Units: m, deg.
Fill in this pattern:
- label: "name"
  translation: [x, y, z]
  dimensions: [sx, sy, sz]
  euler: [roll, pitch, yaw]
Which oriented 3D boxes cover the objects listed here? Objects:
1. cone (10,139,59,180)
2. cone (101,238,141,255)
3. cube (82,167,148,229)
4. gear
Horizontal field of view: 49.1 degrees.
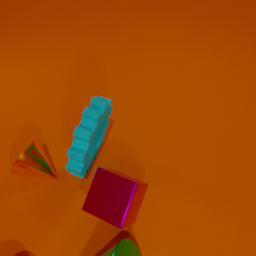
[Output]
- label: "cone"
  translation: [-2.127, 0.977, 6.905]
  dimensions: [1.030, 1.026, 1.026]
  euler: [37, 56, -4]
- label: "cone"
  translation: [-0.602, 2.881, 5.229]
  dimensions: [1.429, 1.424, 1.424]
  euler: [-15, 47, 23]
- label: "cube"
  translation: [-0.243, 1.459, 5.970]
  dimensions: [0.937, 0.937, 0.937]
  euler: [19, 84, 21]
- label: "gear"
  translation: [-0.844, 0.194, 6.373]
  dimensions: [0.340, 1.840, 1.840]
  euler: [20, 53, 5]
